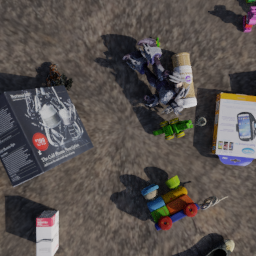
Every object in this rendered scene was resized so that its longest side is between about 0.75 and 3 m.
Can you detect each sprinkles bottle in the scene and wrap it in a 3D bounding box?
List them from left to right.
[{"bbox_3d":[1.840,-1.559,9.230,0.598,0.598,1.754,-8,87,0],"label":"sprinkles bottle"}]

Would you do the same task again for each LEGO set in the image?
[{"bbox_3d":[4.458,-4.591,9.133,0.986,1.061,2.586,0,87,-1],"label":"LEGO set"}]

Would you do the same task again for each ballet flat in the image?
[{"bbox_3d":[2.720,4.257,9.005,1.803,0.512,0.599,-38,88,-2],"label":"ballet flat"}]

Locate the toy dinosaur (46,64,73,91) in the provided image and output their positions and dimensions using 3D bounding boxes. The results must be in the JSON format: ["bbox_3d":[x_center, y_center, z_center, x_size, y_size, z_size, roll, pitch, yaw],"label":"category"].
[{"bbox_3d":[-2.356,-1.496,9.320,0.870,0.655,1.282,-1,104,19],"label":"toy dinosaur"}]

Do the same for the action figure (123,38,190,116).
[{"bbox_3d":[0.960,-1.491,8.871,0.915,1.717,2.639,-17,71,-42],"label":"action figure"}]

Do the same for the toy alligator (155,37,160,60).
[{"bbox_3d":[0.955,-2.672,9.486,0.213,0.233,0.785,-5,88,41],"label":"toy alligator"}]

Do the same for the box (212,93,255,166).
[{"bbox_3d":[3.564,0.055,9.237,1.370,0.477,2.302,6,90,0],"label":"box"}]

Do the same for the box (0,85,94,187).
[{"bbox_3d":[-2.505,0.095,8.056,1.268,2.436,2.218,-27,90,27],"label":"box"}]

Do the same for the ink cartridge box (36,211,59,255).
[{"bbox_3d":[-2.536,3.329,8.862,0.510,0.876,1.210,-1,88,0],"label":"ink cartridge box"}]

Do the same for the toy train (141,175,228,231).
[{"bbox_3d":[1.729,2.123,8.942,2.444,1.035,1.414,-27,74,-1],"label":"toy train"}]

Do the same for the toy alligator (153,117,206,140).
[{"bbox_3d":[1.668,-0.066,8.859,1.974,0.536,0.585,-17,98,41],"label":"toy alligator"}]
